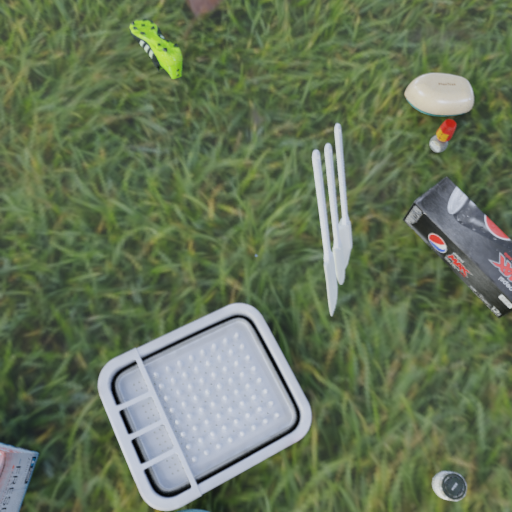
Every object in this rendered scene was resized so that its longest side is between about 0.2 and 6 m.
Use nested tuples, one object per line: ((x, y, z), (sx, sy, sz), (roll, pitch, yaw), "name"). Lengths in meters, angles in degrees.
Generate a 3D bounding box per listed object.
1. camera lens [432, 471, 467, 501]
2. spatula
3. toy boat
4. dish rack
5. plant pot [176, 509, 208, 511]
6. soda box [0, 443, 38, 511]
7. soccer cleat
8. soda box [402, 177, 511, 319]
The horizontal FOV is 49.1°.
((3.068, 3.660, 8.912), (0.427, 0.534, 0.427), (0, 70, 0), "camera lens")
((1.260, -0.657, 9.172), (0.219, 2.729, 1.897), (2, 30, 23), "spatula")
((3.670, -2.913, 11.256), (1.392, 0.769, 1.655), (5, 62, -3), "toy boat")
((-0.831, 2.396, 9.215), (2.932, 0.638, 2.516), (-25, 72, -13), "dish rack")
((-1.174, 4.364, 8.440), (0.804, 1.194, 1.194), (4, 66, 36), "plant pot")
((-5.736, 3.188, 8.596), (4.195, 1.435, 1.334), (13, 71, 5), "soda box")
((-2.088, -4.276, 11.550), (0.607, 0.729, 1.798), (-26, 55, -21), "soccer cleat")
((3.923, -0.160, 10.150), (0.901, 0.806, 2.546), (-37, 75, -12), "soda box")
